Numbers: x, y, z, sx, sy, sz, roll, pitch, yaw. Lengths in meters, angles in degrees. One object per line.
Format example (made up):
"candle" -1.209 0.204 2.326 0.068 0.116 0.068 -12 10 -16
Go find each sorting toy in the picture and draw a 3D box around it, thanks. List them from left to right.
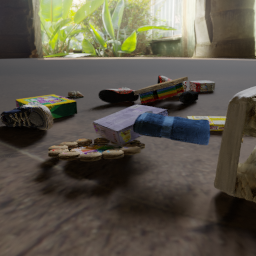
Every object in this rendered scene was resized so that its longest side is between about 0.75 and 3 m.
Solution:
"sorting toy" 1.557 -1.664 12.496 1.897 0.664 1.909 -10 10 33

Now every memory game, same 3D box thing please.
"memory game" -0.742 0.451 6.637 2.317 0.148 2.317 -2 8 0

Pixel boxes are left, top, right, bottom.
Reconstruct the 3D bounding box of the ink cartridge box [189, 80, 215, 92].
"ink cartridge box" 4.138 -2.347 15.643 1.172 0.485 0.854 -4 18 -13

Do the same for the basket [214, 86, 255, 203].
"basket" 3.129 0.246 5.197 2.767 1.876 1.707 -16 28 -41

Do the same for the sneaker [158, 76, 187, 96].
"sneaker" 2.300 -2.196 14.683 1.298 0.809 2.422 0 21 -3

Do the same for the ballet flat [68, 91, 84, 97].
"ballet flat" -2.575 -1.675 13.833 0.873 0.293 0.297 4 18 11

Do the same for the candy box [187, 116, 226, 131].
"candy box" 2.915 -0.148 9.015 1.931 0.255 0.987 1 20 5

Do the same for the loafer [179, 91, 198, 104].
"loafer" 2.617 -1.359 12.472 0.578 0.559 1.646 6 13 34

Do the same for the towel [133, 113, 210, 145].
"towel" 0.961 -0.020 6.026 1.600 0.388 0.893 10 19 12

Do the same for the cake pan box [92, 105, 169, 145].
"cake pan box" 0.022 -0.155 7.452 1.517 0.431 1.647 -22 20 -26

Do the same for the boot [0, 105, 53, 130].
"boot" -3.192 -0.255 8.746 0.978 0.788 2.166 -21 18 -36

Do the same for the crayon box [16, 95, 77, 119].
"crayon box" -3.103 -0.797 10.607 1.607 0.543 1.862 -16 23 -38

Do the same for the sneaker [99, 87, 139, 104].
"sneaker" -0.508 -1.507 12.787 1.858 0.620 0.996 -2 16 -17
